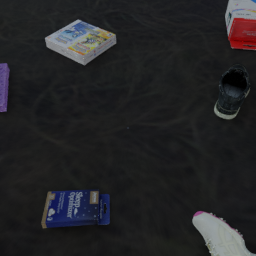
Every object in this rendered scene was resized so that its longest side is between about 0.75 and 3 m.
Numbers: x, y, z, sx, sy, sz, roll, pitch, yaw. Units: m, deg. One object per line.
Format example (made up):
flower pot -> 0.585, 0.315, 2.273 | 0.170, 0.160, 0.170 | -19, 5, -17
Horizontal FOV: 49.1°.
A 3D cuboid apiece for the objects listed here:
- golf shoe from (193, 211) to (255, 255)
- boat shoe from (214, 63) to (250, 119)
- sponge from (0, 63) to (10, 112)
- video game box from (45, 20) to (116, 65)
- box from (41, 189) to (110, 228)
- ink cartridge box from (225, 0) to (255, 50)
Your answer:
golf shoe -> 1.777, 2.298, 4.959 | 0.846, 0.696, 1.848 | -34, 55, -23
boat shoe -> 3.105, -1.321, 8.135 | 0.901, 0.799, 2.411 | 23, 52, 20
sponge -> -4.195, -1.188, 8.360 | 1.135, 0.303, 2.035 | -10, 49, -9
video game box -> -1.683, -3.124, 10.031 | 1.884, 0.441, 1.717 | 29, 56, 24
box -> -1.040, 1.634, 5.766 | 1.315, 0.213, 0.796 | -2, 36, -3
ink cartridge box -> 4.529, -3.932, 10.480 | 1.433, 0.829, 2.466 | 6, 49, 6
